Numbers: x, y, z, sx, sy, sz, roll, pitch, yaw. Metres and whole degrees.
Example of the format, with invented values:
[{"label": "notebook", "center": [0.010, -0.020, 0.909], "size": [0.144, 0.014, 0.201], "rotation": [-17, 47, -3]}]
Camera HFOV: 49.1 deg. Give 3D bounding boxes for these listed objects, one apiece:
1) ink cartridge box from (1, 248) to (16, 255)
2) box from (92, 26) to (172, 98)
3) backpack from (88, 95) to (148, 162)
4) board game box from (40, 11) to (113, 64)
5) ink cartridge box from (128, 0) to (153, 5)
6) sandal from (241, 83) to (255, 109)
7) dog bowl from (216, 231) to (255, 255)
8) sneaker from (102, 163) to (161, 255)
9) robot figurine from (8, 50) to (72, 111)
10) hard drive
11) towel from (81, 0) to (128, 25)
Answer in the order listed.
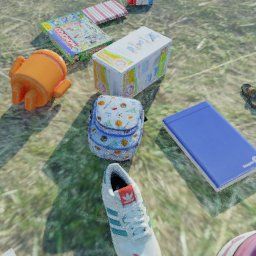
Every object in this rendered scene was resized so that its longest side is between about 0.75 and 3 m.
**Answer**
[{"label": "ink cartridge box", "center": [-2.439, 3.794, 5.106], "size": [1.886, 0.587, 2.343], "rotation": [-31, 52, -23]}, {"label": "box", "center": [0.139, -2.111, 9.387], "size": [1.276, 1.416, 2.518], "rotation": [36, 56, 25]}, {"label": "backpack", "center": [-0.325, 0.005, 7.770], "size": [1.793, 1.381, 1.708], "rotation": [5, 59, 1]}, {"label": "board game box", "center": [-2.144, -3.804, 11.507], "size": [1.882, 0.407, 2.797], "rotation": [-28, 56, -22]}, {"label": "ink cartridge box", "center": [0.601, -6.349, 13.631], "size": [1.195, 0.402, 0.695], "rotation": [-4, 50, -3]}, {"label": "sandal", "center": [4.141, -1.121, 9.317], "size": [0.462, 0.309, 1.130], "rotation": [-1, 50, -1]}, {"label": "dog bowl", "center": [2.898, 3.098, 4.885], "size": [2.815, 1.038, 2.815], "rotation": [1, 54, -1]}, {"label": "sneaker", "center": [-0.014, 1.922, 6.189], "size": [0.899, 1.194, 2.555], "rotation": [-15, 51, -13]}, {"label": "robot figurine", "center": [-2.877, -1.647, 9.092], "size": [1.652, 1.340, 2.297], "rotation": [1, 47, 26]}, {"label": "hard drive", "center": [2.391, 0.383, 8.041], "size": [1.710, 0.329, 2.591], "rotation": [-22, 54, -18]}, {"label": "towel", "center": [-1.073, -5.286, 12.870], "size": [1.814, 0.271, 1.327], "rotation": [-26, 55, -17]}]
